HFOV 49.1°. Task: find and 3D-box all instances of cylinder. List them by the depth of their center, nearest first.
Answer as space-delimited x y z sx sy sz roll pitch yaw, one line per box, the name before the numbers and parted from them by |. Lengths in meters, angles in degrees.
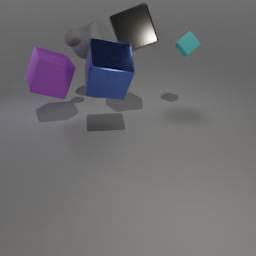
cylinder | -1.579 -3.889 12.443 1.400 1.400 1.400 -4 20 42

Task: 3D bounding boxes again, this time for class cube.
cube | -0.684 -1.986 9.606 1.400 1.400 1.400 4 55 -16
cube | 0.216 -3.689 10.547 1.400 1.400 1.400 -19 16 6
cube | -3.079 -2.170 11.050 1.400 1.400 1.400 9 28 -32
cube | 2.488 -3.484 11.750 0.700 0.700 0.700 -41 4 4

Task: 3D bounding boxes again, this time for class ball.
ball | -2.188 -3.559 11.068 0.700 0.700 0.700 0 29 0
